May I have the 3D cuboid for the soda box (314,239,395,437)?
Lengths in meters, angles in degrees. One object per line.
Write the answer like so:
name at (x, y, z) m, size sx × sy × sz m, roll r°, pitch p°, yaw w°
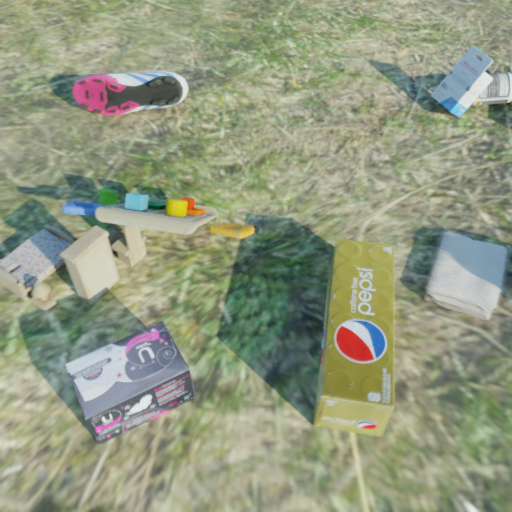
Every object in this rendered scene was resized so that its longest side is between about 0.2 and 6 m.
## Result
soda box at (1.501, 1.100, 8.370) m, size 0.975 × 0.922 × 2.880 m, roll 7°, pitch 48°, yaw 6°

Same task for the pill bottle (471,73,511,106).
pill bottle at (5.521, -3.835, 12.878) m, size 1.148 × 0.668 × 0.668 m, roll -2°, pitch 48°, yaw 9°

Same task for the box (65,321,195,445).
box at (-1.742, 1.742, 7.842) m, size 1.485 × 0.852 × 0.981 m, roll -22°, pitch 52°, yaw -19°

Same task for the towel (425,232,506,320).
towel at (3.585, 0.278, 9.534) m, size 1.111 × 0.289 × 1.677 m, roll 18°, pitch 50°, yaw 14°

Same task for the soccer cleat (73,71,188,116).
soccer cleat at (-2.829, -3.755, 12.892) m, size 2.590 × 0.905 × 1.118 m, roll 0°, pitch 24°, yaw 5°

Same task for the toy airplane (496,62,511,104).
toy airplane at (6.169, -4.094, 13.260) m, size 1.027 × 0.725 × 1.022 m, roll -48°, pitch 44°, yaw 9°

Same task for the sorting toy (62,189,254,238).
sorting toy at (-1.652, -0.852, 9.856) m, size 3.328 × 0.453 × 1.874 m, roll 9°, pitch 14°, yaw 6°

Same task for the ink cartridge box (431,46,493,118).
ink cartridge box at (4.705, -3.898, 12.577) m, size 0.446 × 1.338 × 0.775 m, roll 14°, pitch 36°, yaw -40°

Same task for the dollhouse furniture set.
dollhouse furniture set at (-3.426, -0.326, 9.499) m, size 2.354 × 1.149 × 2.007 m, roll 28°, pitch 53°, yaw 22°
